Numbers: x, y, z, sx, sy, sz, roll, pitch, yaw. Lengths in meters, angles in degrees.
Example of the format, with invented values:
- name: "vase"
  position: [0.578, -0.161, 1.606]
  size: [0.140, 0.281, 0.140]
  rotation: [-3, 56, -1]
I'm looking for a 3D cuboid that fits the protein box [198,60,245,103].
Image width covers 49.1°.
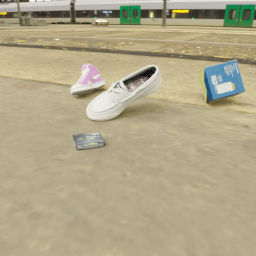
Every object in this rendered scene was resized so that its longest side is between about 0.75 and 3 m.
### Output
- name: "protein box"
  position: [3.409, -1.685, 10.262]
  size: [1.220, 1.211, 0.823]
  rotation: [-14, -4, -4]

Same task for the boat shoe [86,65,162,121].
- name: "boat shoe"
  position: [-0.143, -1.151, 8.932]
  size: [2.723, 0.933, 0.980]
  rotation: [-24, 62, -3]

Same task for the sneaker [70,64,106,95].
- name: "sneaker"
  position: [-1.832, -2.035, 11.545]
  size: [0.728, 1.145, 2.008]
  rotation: [-20, 8, 32]

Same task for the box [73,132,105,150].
- name: "box"
  position: [-1.064, 0.339, 7.501]
  size: [0.771, 0.197, 0.608]
  rotation: [-5, 24, -16]
